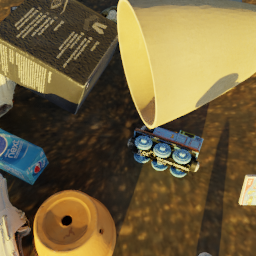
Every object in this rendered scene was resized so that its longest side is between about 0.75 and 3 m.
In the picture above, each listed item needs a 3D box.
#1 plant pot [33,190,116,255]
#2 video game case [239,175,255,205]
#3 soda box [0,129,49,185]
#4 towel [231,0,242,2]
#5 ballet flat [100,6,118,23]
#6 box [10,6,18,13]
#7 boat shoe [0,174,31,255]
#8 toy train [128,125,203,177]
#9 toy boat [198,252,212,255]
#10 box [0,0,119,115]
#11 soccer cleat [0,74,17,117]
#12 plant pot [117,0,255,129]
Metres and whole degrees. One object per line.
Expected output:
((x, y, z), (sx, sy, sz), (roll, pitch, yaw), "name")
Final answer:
((-1.219, 2.202, 6.111), (1.891, 1.324, 1.891), (0, 53, 0), "plant pot")
((2.462, 1.104, 4.958), (0.873, 0.624, 0.076), (1, 26, -2), "video game case")
((-3.418, 0.579, 7.578), (2.406, 0.816, 0.772), (22, 57, 14), "soda box")
((3.208, -5.294, 11.871), (2.971, 0.721, 1.658), (6, 54, 6), "towel")
((-1.126, -3.969, 10.746), (0.804, 0.850, 2.523), (-9, 35, 51), "ballet flat")
((-3.313, -4.240, 11.165), (2.557, 0.628, 2.061), (-13, 57, -9), "box")
((-2.678, 2.285, 6.262), (0.939, 1.028, 2.858), (-11, 56, -13), "boat shoe")
((1.023, 0.541, 7.640), (1.990, 0.862, 1.137), (19, 48, 16), "toy train")
((0.669, 1.934, 3.346), (1.071, 0.900, 0.497), (-15, 82, -29), "toy boat")
((-2.122, -2.470, 8.731), (2.907, 1.707, 2.858), (29, 57, -4), "box")
((-3.908, -1.066, 8.829), (0.933, 0.834, 2.407), (20, 64, 8), "soccer cleat")
((1.479, -1.652, 5.998), (2.843, 2.663, 2.663), (-16, 56, -7), "plant pot")
